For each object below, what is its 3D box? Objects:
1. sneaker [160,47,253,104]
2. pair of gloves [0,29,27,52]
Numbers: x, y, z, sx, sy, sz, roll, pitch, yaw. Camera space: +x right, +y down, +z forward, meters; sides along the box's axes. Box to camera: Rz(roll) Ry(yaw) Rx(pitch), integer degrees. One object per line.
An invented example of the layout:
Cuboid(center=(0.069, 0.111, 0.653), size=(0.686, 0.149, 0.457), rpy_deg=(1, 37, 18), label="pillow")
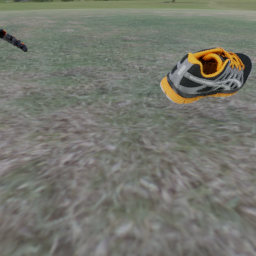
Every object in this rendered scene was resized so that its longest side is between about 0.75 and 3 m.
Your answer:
Cuboid(center=(1.863, -1.204, 5.810), size=(2.494, 0.963, 0.976), rpy_deg=(-22, 66, -32), label="sneaker")
Cuboid(center=(-3.018, -2.237, 6.180), size=(1.756, 0.217, 1.564), rpy_deg=(34, 0, -26), label="pair of gloves")
